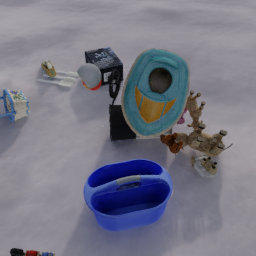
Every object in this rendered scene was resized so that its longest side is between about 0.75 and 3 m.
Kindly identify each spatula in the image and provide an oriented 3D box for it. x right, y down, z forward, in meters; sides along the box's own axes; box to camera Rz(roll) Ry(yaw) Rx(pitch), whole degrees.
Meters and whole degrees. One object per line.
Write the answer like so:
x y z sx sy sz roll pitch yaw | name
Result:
-3.345 -2.453 13.486 1.861 0.149 1.294 11 46 11 | spatula

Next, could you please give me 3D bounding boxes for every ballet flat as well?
-3.894 -3.067 13.798 0.568 0.521 1.655 -19 44 -23 | ballet flat

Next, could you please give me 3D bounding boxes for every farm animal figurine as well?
2.338 0.213 9.885 2.507 1.322 2.535 33 65 7 | farm animal figurine

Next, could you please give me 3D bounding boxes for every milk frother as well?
0.388 -0.842 10.224 2.216 2.356 2.126 -3 40 -4 | milk frother

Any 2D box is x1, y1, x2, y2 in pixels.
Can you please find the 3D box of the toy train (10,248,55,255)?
-2.492 3.313 7.349 1.257 0.288 0.214 5 44 5 | toy train

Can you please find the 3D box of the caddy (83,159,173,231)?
0.009 1.837 8.139 2.551 1.339 1.804 -10 45 -10 | caddy

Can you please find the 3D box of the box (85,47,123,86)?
-1.159 -2.971 13.427 1.337 0.964 1.801 -17 46 -17 | box

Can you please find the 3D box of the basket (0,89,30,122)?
-4.832 -0.914 11.186 1.555 1.082 1.371 -20 47 -32 | basket

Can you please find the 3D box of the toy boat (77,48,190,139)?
0.146 -1.012 7.231 2.861 1.330 2.405 12 88 0 | toy boat
